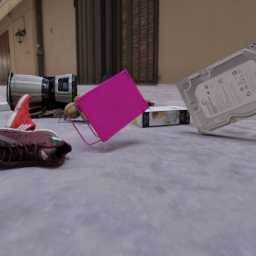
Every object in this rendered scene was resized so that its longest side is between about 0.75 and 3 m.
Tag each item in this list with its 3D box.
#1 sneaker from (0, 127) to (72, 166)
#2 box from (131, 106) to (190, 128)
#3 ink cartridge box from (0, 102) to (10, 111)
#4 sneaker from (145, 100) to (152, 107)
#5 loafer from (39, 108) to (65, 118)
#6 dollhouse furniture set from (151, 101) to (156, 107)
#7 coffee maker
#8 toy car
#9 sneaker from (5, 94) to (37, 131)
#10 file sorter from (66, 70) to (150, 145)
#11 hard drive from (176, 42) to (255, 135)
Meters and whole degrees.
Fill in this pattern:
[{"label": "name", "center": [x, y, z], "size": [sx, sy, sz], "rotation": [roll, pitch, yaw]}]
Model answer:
[{"label": "sneaker", "center": [-2.106, 0.438, 5.763], "size": [1.247, 0.817, 2.160], "rotation": [14, 16, 41]}, {"label": "box", "center": [1.225, -0.464, 10.797], "size": [2.033, 0.611, 1.186], "rotation": [-4, 12, -22]}, {"label": "ink cartridge box", "center": [-7.211, -1.040, 14.316], "size": [1.044, 0.412, 2.100], "rotation": [10, 14, 41]}, {"label": "sneaker", "center": [0.768, -0.939, 13.091], "size": [0.926, 0.670, 1.896], "rotation": [6, 15, 30]}, {"label": "loafer", "center": [-3.325, -0.598, 12.346], "size": [1.148, 0.413, 0.361], "rotation": [-2, 50, -1]}, {"label": "dollhouse furniture set", "center": [0.489, -1.971, 15.904], "size": [2.267, 1.609, 1.796], "rotation": [2, 11, 10]}, {"label": "coffee maker", "center": [-3.813, -1.587, 13.005], "size": [2.898, 1.952, 2.784], "rotation": [1, 6, -9]}, {"label": "toy car", "center": [-2.080, -0.587, 11.273], "size": [1.513, 1.193, 1.242], "rotation": [-27, 2, 13]}, {"label": "sneaker", "center": [-3.248, -0.362, 9.021], "size": [0.845, 1.463, 0.573], "rotation": [21, -26, -5]}, {"label": "file sorter", "center": [-0.598, -0.510, 7.614], "size": [1.783, 1.239, 1.118], "rotation": [-38, 9, -34]}, {"label": "hard drive", "center": [2.901, -1.059, 8.158], "size": [2.648, 1.850, 0.501], "rotation": [-24, 2, 40]}]
